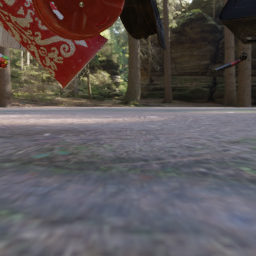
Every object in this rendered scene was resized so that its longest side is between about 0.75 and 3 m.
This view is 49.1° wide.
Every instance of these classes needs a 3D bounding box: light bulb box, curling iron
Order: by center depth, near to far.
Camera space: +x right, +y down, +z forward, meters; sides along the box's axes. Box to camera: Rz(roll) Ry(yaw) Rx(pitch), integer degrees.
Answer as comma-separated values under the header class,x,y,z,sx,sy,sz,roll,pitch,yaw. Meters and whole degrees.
class,x,y,z,sx,sy,sz,roll,pitch,yaw
light bulb box,-3.212,-3.105,8.644,1.304,1.292,0.814,3,28,-33
curling iron,3.494,-2.230,9.549,1.583,0.392,0.202,-27,43,-20

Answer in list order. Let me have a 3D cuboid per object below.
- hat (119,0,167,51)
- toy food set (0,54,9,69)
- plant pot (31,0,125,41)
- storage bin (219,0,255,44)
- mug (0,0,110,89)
class,x,y,z,sx,sy,sz,roll,pitch,yaw
hat,0.274,-3.109,7.405,0.993,2.462,2.462,-13,1,16
toy food set,-4.285,-2.201,9.055,0.842,0.205,0.833,16,36,-22
plant pot,-0.827,-2.263,4.714,1.687,1.687,1.641,-1,23,-14
storage bin,2.816,-2.653,5.410,0.865,1.846,1.248,29,2,-28
mug,-1.904,-2.789,7.305,2.689,2.387,1.794,42,-14,-14
